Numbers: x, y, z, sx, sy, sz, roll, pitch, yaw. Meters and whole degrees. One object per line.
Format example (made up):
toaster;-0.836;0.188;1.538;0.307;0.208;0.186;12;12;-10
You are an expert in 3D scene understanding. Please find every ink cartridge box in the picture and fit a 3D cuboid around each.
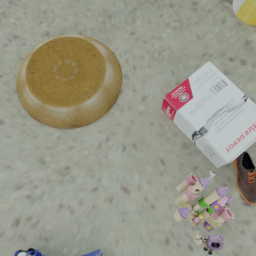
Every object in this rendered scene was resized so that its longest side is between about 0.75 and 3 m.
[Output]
ink cartridge box;2.108;-0.307;6.879;1.550;0.890;2.134;-38;75;-11

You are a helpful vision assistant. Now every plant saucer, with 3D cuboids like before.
plant saucer;-1.602;-1.421;7.476;2.916;0.516;2.916;0;71;0

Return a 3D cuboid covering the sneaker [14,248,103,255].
sneaker;-1.682;2.955;5.772;2.257;0.912;1.304;-28;75;-8

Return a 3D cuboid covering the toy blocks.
toy blocks;1.715;1.592;5.785;1.184;1.267;1.067;42;119;-6

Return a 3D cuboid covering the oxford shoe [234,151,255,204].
oxford shoe;2.823;1.165;6.624;0.442;0.450;1.241;-9;71;-3

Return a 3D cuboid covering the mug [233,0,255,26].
mug;3.942;-3.734;7.816;1.338;1.371;1.671;-34;75;-11
